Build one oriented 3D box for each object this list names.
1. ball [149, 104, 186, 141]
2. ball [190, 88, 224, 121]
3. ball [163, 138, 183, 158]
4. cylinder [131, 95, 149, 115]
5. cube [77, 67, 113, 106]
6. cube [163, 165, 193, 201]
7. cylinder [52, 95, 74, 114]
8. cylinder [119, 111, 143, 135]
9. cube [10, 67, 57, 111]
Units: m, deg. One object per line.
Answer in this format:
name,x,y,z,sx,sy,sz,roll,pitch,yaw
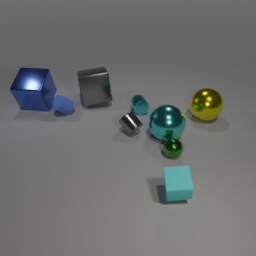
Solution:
ball,1.481,-0.193,10.637,1.400,1.400,1.400,0,31,0
ball,3.351,-1.006,11.963,1.400,1.400,1.400,0,31,0
ball,1.574,0.709,9.784,0.700,0.700,0.700,0,31,0
cylinder,0.535,-1.065,12.759,0.700,0.700,0.700,-6,31,-10
cube,-1.595,-2.007,13.326,1.400,1.400,1.400,-11,24,-8
cube,1.355,1.508,7.616,0.700,0.700,0.700,-6,54,5
cylinder,-2.892,-1.035,12.426,0.700,0.700,0.700,30,3,40
cylinder,0.114,-0.190,11.045,0.700,0.700,0.700,-30,77,-40
cube,-4.282,-1.771,12.853,1.400,1.400,1.400,4,55,7
